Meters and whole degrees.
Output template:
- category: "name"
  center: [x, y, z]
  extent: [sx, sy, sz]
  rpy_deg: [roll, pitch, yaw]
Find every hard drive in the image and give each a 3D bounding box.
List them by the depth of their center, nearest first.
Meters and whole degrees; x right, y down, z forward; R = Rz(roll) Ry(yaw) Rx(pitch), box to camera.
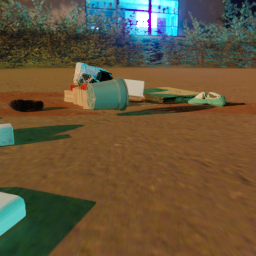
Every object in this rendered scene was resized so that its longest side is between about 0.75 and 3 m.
- category: "hard drive"
  center: [-2.149, 1.071, 2.326]
  extent: [1.417, 0.282, 2.149]
  rpy_deg: [5, 16, 19]

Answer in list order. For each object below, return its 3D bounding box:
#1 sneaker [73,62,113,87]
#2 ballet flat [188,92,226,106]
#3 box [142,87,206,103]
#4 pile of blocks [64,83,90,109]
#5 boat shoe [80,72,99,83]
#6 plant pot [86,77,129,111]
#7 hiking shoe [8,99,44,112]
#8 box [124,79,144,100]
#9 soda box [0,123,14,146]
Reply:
- category: "sneaker"
  center: [-1.224, -1.941, 12.021]
  extent: [1.324, 1.153, 2.943]
  rpy_deg: [12, 4, 13]
- category: "ballet flat"
  center: [2.914, -1.096, 10.348]
  extent: [1.374, 0.484, 0.463]
  rpy_deg: [7, 20, 29]
- category: "box"
  center: [1.646, -1.470, 12.230]
  extent: [2.198, 0.286, 2.689]
  rpy_deg: [-8, 17, -27]
- category: "pile of blocks"
  center: [-1.540, -1.297, 10.477]
  extent: [1.076, 0.815, 2.622]
  rpy_deg: [-9, 17, -31]
- category: "boat shoe"
  center: [-1.405, -1.801, 10.511]
  extent: [0.820, 0.303, 0.280]
  rpy_deg: [36, 8, -22]
- category: "plant pot"
  center: [-0.658, -0.970, 8.364]
  extent: [1.019, 1.041, 1.041]
  rpy_deg: [-8, 16, -24]
- category: "hiking shoe"
  center: [-3.407, -0.737, 9.290]
  extent: [1.107, 0.419, 0.557]
  rpy_deg: [1, 3, -35]
- category: "box"
  center: [0.156, -1.417, 10.492]
  extent: [0.821, 0.573, 1.078]
  rpy_deg: [7, -2, 0]
- category: "soda box"
  center: [-2.906, 0.178, 5.587]
  extent: [1.136, 0.388, 0.360]
  rpy_deg: [-8, 16, -27]
